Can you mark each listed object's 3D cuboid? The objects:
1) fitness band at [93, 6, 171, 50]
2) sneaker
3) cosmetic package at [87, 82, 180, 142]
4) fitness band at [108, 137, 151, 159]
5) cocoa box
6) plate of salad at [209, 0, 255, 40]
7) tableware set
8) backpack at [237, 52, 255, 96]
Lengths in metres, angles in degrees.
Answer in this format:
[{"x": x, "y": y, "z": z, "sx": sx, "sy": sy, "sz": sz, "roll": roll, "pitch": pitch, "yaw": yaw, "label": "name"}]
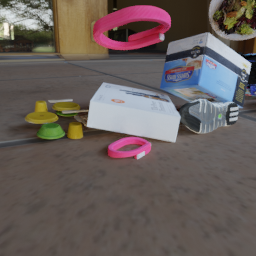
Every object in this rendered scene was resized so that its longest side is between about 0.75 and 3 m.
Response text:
[{"x": 0.102, "y": -3.554, "z": 10.210, "sx": 2.986, "sy": 0.559, "sz": 2.144, "roll": -5, "pitch": -7, "yaw": 38, "label": "fitness band"}, {"x": 1.869, "y": -0.382, "z": 7.698, "sx": 2.306, "sy": 0.865, "sz": 1.332, "roll": -1, "pitch": 10, "yaw": -39, "label": "sneaker"}, {"x": 0.149, "y": -0.552, "z": 7.657, "sx": 2.103, "sy": 0.721, "sz": 2.790, "roll": 8, "pitch": 18, "yaw": -2, "label": "cosmetic package"}, {"x": 0.041, "y": 0.415, "z": 6.014, "sx": 0.765, "sy": 0.199, "sz": 1.065, "roll": 11, "pitch": 20, "yaw": 32, "label": "fitness band"}, {"x": 2.328, "y": -1.553, "z": 8.344, "sx": 2.254, "sy": 1.479, "sz": 1.503, "roll": 16, "pitch": -7, "yaw": -37, "label": "cocoa box"}, {"x": 2.904, "y": -3.170, "z": 6.810, "sx": 2.073, "sy": 2.073, "sz": 0.498, "roll": 16, "pitch": 2, "yaw": 41, "label": "plate of salad"}, {"x": -1.926, "y": -0.259, "z": 7.673, "sx": 1.795, "sy": 0.409, "sz": 2.665, "roll": -7, "pitch": 23, "yaw": -30, "label": "tableware set"}, {"x": 5.567, "y": -2.169, "z": 11.391, "sx": 2.573, "sy": 1.731, "sz": 2.349, "roll": 7, "pitch": 14, "yaw": 24, "label": "backpack"}]
